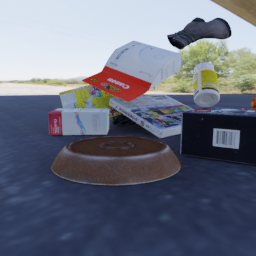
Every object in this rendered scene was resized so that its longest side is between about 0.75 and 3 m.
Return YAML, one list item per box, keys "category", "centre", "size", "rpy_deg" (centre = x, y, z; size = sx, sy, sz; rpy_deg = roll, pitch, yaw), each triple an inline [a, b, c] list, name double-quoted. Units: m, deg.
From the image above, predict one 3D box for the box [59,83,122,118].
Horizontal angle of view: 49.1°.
- category: "box"
  centre: [-1.189, -0.883, 9.802]
  size: [2.165, 1.270, 0.524]
  rpy_deg: [-15, 17, -11]

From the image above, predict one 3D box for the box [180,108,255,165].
- category: "box"
  centre: [2.253, 0.089, 6.016]
  size: [1.792, 0.933, 1.631]
  rpy_deg: [6, 9, 31]

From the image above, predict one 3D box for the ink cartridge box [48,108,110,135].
- category: "ink cartridge box"
  centre: [-1.462, -0.216, 8.759]
  size: [1.733, 0.718, 1.263]
  rpy_deg: [0, 9, 0]

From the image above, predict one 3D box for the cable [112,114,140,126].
- category: "cable"
  centre: [0.610, -0.395, 10.624]
  size: [2.529, 0.642, 2.063]
  rpy_deg: [-14, 23, -28]

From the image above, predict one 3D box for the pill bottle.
- category: "pill bottle"
  centre: [3.135, -1.782, 11.360]
  size: [0.979, 1.713, 0.979]
  rpy_deg: [4, -34, 3]

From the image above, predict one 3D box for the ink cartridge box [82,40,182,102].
- category: "ink cartridge box"
  centre: [0.129, -2.071, 9.583]
  size: [2.244, 0.663, 2.803]
  rpy_deg: [28, 47, 33]

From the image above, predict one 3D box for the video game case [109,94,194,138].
- category: "video game case"
  centre: [1.140, -0.509, 9.366]
  size: [2.699, 0.310, 2.460]
  rpy_deg: [-9, 32, -41]

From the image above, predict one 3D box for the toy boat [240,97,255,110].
- category: "toy boat"
  centre: [4.914, -0.682, 10.859]
  size: [1.551, 1.014, 1.012]
  rpy_deg: [-5, 10, -29]

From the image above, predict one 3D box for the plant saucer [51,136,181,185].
- category: "plant saucer"
  centre: [-0.215, 0.487, 5.253]
  size: [2.384, 0.411, 2.384]
  rpy_deg: [-1, 9, 0]

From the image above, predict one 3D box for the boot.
- category: "boot"
  centre: [1.337, -1.756, 5.413]
  size: [0.802, 0.425, 1.218]
  rpy_deg: [-33, 28, -9]
